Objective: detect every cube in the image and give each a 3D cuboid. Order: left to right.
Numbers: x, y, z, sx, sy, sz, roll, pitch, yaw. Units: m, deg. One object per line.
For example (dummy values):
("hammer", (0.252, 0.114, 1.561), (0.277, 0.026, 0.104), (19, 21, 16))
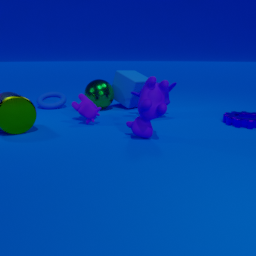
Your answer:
("cube", (0.141, -1.689, 12.033), (1.210, 1.210, 1.210), (35, 31, 33))

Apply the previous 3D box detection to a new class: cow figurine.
("cow figurine", (-1.333, -0.597, 9.625), (1.296, 0.723, 1.317), (41, 1, 24))
("cow figurine", (0.534, -0.509, 7.620), (0.821, 1.496, 1.472), (15, -20, -12))

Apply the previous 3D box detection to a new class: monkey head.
("monkey head", (1.014, -1.113, 10.368), (1.718, 1.035, 1.236), (-11, -14, 13))

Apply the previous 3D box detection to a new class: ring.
("ring", (-3.300, -1.208, 12.120), (1.261, 0.252, 1.261), (1, 36, 0))

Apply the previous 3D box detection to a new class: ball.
("ball", (-1.188, -1.389, 11.593), (1.240, 1.240, 1.240), (0, 15, 0))

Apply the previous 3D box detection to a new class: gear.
("gear", (3.946, -0.280, 9.299), (1.486, 0.275, 1.486), (0, 15, 0))

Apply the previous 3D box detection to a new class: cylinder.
("cylinder", (-3.435, -0.469, 8.348), (1.116, 1.116, 1.116), (-10, 18, -33))
